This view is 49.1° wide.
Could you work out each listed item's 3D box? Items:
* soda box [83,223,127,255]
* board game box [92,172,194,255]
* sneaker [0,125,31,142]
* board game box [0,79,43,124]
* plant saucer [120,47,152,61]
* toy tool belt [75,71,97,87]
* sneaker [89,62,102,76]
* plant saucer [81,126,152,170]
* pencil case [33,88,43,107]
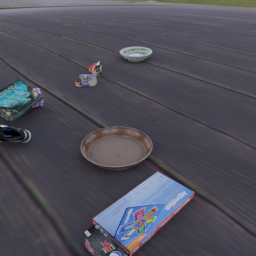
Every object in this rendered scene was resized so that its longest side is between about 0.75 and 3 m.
[{"bbox_3d":[-0.431,2.817,6.175,0.466,0.520,1.471,-19,35,-33],"label":"soda box"},{"bbox_3d":[0.489,2.153,7.573,1.361,0.257,2.643,25,39,38],"label":"board game box"},{"bbox_3d":[-4.555,0.160,10.169,1.767,0.646,0.989,2,-9,2],"label":"sneaker"},{"bbox_3d":[-4.701,-1.159,11.616,1.368,0.285,2.022,33,43,2],"label":"board game box"},{"bbox_3d":[0.556,-5.124,19.638,2.263,0.568,2.263,0,32,0],"label":"plant saucer"},{"bbox_3d":[-2.323,-2.753,15.452,1.217,0.748,0.760,-4,31,-7],"label":"toy tool belt"},{"bbox_3d":[-2.049,-3.518,17.070,0.732,0.664,1.725,-12,24,12],"label":"sneaker"},{"bbox_3d":[-0.396,0.725,9.879,2.499,0.401,2.499,0,30,0],"label":"plant saucer"},{"bbox_3d":[-4.964,-1.183,12.695,2.185,0.934,0.917,-14,63,-23],"label":"pencil case"}]
